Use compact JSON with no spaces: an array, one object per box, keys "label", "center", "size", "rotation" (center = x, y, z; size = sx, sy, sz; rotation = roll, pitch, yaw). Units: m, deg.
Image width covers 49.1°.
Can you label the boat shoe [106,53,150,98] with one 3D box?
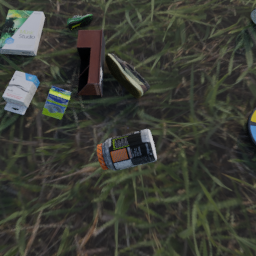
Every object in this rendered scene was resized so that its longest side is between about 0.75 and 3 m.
[{"label":"boat shoe","center":[-0.016,-1.930,9.974],"size":[0.668,0.727,2.034],"rotation":[-32,70,-23]}]

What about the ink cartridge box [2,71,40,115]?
[{"label":"ink cartridge box","center":[-3.768,-1.233,9.775],"size":[0.797,0.459,1.377],"rotation":[15,68,6]}]

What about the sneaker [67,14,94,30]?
[{"label":"sneaker","center":[-1.897,-4.306,11.061],"size":[1.103,0.431,0.470],"rotation":[-19,69,-7]}]

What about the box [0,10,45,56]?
[{"label":"box","center":[-4.106,-3.715,10.858],"size":[1.394,0.351,1.932],"rotation":[4,67,1]}]

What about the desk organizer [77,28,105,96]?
[{"label":"desk organizer","center":[-1.353,-2.360,10.048],"size":[0.904,0.842,2.348],"rotation":[0,67,2]}]

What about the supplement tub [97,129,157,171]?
[{"label":"supplement tub","center":[-0.028,0.577,7.036],"size":[1.377,0.844,0.844],"rotation":[-14,68,8]}]

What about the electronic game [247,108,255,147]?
[{"label":"electronic game","center":[5.033,0.073,9.242],"size":[2.149,0.447,2.149],"rotation":[0,67,0]}]

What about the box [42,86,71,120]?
[{"label":"box","center":[-2.143,-0.737,8.406],"size":[0.615,1.008,0.240],"rotation":[18,42,-18]}]

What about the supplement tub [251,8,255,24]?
[{"label":"supplement tub","center":[5.502,-4.676,11.050],"size":[1.191,0.730,0.730],"rotation":[-41,73,-15]}]
